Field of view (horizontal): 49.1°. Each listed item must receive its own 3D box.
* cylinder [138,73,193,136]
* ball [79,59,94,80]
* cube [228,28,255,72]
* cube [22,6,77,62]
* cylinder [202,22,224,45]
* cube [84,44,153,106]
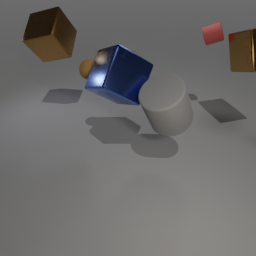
[{"bbox_3d":[1.177,-0.680,8.498,1.400,1.400,1.400,-12,53,16],"label":"cylinder"},{"bbox_3d":[-1.304,-1.980,9.496,0.700,0.700,0.700,0,31,0],"label":"ball"},{"bbox_3d":[4.607,-2.798,9.965,1.400,1.400,1.400,-12,14,-10],"label":"cube"},{"bbox_3d":[-3.072,-3.677,11.154,1.400,1.400,1.400,-4,65,21],"label":"cube"},{"bbox_3d":[3.334,-3.670,10.940,0.700,0.700,0.700,-12,26,24],"label":"cylinder"},{"bbox_3d":[-0.307,-1.628,8.907,1.400,1.400,1.400,22,-5,-31],"label":"cube"}]
